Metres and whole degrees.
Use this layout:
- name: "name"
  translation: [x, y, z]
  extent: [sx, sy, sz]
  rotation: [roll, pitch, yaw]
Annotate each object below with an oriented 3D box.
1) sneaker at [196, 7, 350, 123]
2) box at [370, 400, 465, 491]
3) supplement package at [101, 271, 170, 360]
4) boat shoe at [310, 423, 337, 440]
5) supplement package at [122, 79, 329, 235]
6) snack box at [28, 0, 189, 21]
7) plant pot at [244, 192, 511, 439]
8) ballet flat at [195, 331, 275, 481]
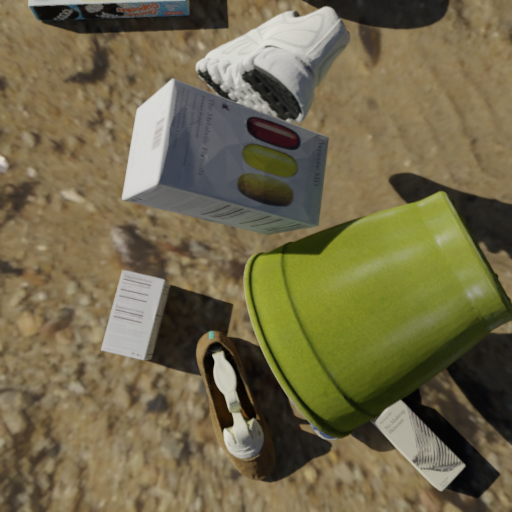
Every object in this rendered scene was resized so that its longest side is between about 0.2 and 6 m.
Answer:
- name: "sneaker"
  translation: [0.145, -2.353, 6.941]
  extent: [1.093, 2.909, 1.179]
  rotation: [41, 86, -29]
- name: "box"
  translation: [2.571, 2.992, 9.023]
  extent: [1.478, 0.505, 0.607]
  rotation: [44, 84, 6]
- name: "supplement package"
  translation: [-1.953, 0.983, 9.210]
  extent: [0.722, 0.750, 1.318]
  rotation: [13, 80, 0]
- name: "boat shoe"
  translation: [1.091, 1.700, 9.038]
  extent: [0.861, 0.862, 2.383]
  rotation: [-6, 86, -2]
- name: "supplement package"
  translation: [-0.307, -0.970, 6.132]
  extent: [1.926, 1.055, 1.095]
  rotation: [12, 81, -30]
- name: "snack box"
  translation: [-2.671, -5.239, 10.284]
  extent: [2.840, 0.527, 1.650]
  rotation: [-2, 81, 0]
- name: "plant pot"
  translation: [1.550, 0.517, 6.604]
  extent: [2.393, 2.485, 2.485]
  rotation: [-30, 82, 20]
- name: "ballet flat"
  translation: [-0.341, 2.398, 8.904]
  extent: [0.856, 0.913, 2.523]
  rotation: [-17, 82, -6]
